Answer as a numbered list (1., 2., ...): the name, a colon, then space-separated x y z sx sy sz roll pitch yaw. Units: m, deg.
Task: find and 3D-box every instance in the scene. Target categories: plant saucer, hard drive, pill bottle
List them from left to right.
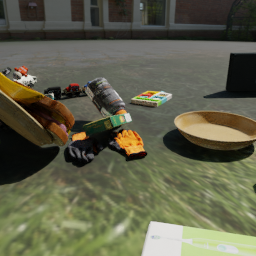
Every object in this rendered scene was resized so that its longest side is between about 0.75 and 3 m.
1. pill bottle: -0.655 -0.838 9.189 0.836 0.836 1.573 -20 64 -41
2. plant saucer: 2.573 0.075 8.091 2.471 0.438 2.471 0 21 0
3. hard drive: 6.001 -2.637 13.190 2.548 1.778 0.419 -1 22 -3

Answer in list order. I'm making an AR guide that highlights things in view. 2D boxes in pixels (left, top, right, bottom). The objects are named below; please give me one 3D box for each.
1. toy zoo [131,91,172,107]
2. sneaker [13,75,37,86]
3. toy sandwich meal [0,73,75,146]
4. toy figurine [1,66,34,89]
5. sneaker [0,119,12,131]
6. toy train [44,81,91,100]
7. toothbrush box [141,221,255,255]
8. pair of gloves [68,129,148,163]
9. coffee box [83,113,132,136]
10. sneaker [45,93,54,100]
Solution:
1. toy zoo: 1.090 -1.295 11.957 1.196 0.187 1.823 11 24 27
2. sneaker: -5.164 -2.325 13.996 0.791 0.733 1.951 8 22 -2
3. toy sandwich meal: -2.641 -0.604 6.848 2.943 2.943 1.008 20 65 41
4. toy figurine: -4.979 -2.019 12.370 1.289 1.309 0.911 1 37 11
5. sneaker: -3.373 -0.360 8.585 2.696 0.953 1.317 22 43 27
6. toy train: -2.413 -1.677 12.370 2.606 0.597 0.445 -11 24 -27
7. toothbrush box: 1.080 1.884 2.860 2.004 0.863 1.459 6 23 11
8. pair of gloves: -0.600 0.405 7.532 2.005 0.248 1.786 -6 22 -13
9. coffee box: -0.539 -0.130 7.956 0.903 0.323 1.469 -17 1 23
10. sneaker: -3.437 -1.199 11.562 0.793 0.316 0.307 -13 1 13
